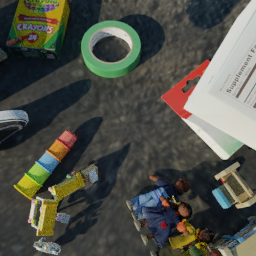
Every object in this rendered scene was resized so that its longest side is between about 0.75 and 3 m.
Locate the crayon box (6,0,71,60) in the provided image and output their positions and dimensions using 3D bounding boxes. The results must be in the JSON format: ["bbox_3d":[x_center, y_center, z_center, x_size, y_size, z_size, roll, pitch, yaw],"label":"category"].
[{"bbox_3d":[-2.646,-3.236,8.513,1.440,0.576,2.269,5,70,2],"label":"crayon box"}]

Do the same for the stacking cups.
[{"bbox_3d":[-1.986,0.900,7.106,0.570,0.570,1.884,36,71,12],"label":"stacking cups"}]

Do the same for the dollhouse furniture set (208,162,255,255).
[{"bbox_3d":[2.283,2.035,6.242,1.349,1.341,1.914,-29,72,-9],"label":"dollhouse furniture set"}]

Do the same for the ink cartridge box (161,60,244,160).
[{"bbox_3d":[2.453,-0.669,7.613,1.975,0.615,2.455,-39,76,-13],"label":"ink cartridge box"}]

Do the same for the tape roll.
[{"bbox_3d":[-0.490,-2.344,8.280,1.733,0.417,1.733,0,70,0],"label":"tape roll"}]

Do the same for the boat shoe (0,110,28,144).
[{"bbox_3d":[-3.728,0.402,7.029,2.691,0.965,0.912,-22,72,-5],"label":"boat shoe"}]

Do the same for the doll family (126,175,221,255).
[{"bbox_3d":[1.100,2.242,6.337,1.584,1.076,2.741,-27,70,-3],"label":"doll family"}]

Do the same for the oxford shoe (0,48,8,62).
[{"bbox_3d":[-4.233,-2.445,8.341,1.637,0.577,0.612,45,49,16],"label":"oxford shoe"}]

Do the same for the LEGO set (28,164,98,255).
[{"bbox_3d":[-1.689,1.737,6.743,1.053,0.852,2.289,40,64,-31],"label":"LEGO set"}]

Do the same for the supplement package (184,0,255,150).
[{"bbox_3d":[2.797,-0.600,4.439,2.882,2.187,2.171,31,91,4],"label":"supplement package"}]
